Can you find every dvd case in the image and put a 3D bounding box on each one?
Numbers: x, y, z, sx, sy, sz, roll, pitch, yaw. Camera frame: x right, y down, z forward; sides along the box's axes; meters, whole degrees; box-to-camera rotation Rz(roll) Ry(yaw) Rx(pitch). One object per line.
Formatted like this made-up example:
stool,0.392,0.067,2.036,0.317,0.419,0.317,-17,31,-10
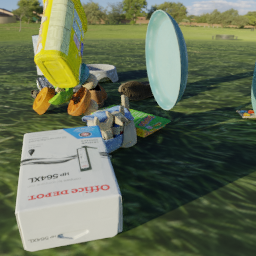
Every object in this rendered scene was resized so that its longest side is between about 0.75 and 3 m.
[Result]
dvd case,-3.331,-2.916,11.197,1.158,1.624,0.142,8,20,37

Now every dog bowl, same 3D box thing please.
dog bowl,-1.994,-3.455,17.768,2.787,0.817,2.787,0,23,0

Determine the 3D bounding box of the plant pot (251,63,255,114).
plant pot,6.032,-1.335,10.329,3.006,2.412,3.006,3,27,-1

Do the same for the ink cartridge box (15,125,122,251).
ink cartridge box,-1.267,1.082,5.972,1.842,1.063,2.523,-7,31,-14

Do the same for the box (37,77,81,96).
box,-3.772,-2.281,15.162,2.028,0.618,2.516,-10,25,-20

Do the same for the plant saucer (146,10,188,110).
plant saucer,0.899,-1.571,6.621,0.312,2.279,2.279,-9,24,-11

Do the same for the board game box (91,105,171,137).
board game box,0.078,-0.307,10.667,2.877,0.431,1.375,15,27,37

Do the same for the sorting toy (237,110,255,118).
sorting toy,5.212,-0.606,11.691,1.087,0.160,0.803,-1,22,-1

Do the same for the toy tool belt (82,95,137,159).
toy tool belt,-0.708,-0.089,8.468,1.556,1.532,2.493,12,21,32

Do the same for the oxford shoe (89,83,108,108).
oxford shoe,-1.479,-1.778,13.564,0.943,0.942,2.644,-3,21,-4

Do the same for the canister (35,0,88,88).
canister,-1.947,-2.650,8.390,1.047,2.418,1.796,-2,-23,8

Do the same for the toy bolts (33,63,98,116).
toy bolts,-2.429,-1.545,12.027,2.650,1.924,2.774,-23,47,41

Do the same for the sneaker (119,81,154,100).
sneaker,0.617,-1.885,14.153,2.719,0.958,1.027,-7,6,-29

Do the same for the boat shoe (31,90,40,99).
boat shoe,-4.327,-1.547,13.375,0.485,0.492,1.322,30,-8,-38
